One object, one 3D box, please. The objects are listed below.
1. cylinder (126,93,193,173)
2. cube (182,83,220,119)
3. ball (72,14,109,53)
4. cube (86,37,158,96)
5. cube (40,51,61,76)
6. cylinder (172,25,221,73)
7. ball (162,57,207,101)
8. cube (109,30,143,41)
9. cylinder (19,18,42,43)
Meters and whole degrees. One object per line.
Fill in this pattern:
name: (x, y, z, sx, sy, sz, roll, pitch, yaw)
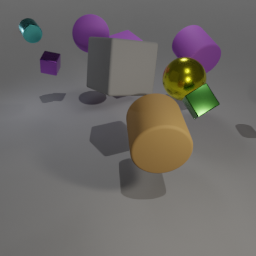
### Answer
cylinder: (0.695, 0.110, 6.685, 1.400, 1.400, 1.400, -2, 37, -3)
cube: (2.050, -0.739, 7.959, 0.700, 0.700, 0.700, -31, -5, 1)
ball: (-1.404, -3.568, 10.633, 1.400, 1.400, 1.400, 0, 32, 0)
cube: (-0.200, -1.695, 7.673, 1.400, 1.400, 1.400, -5, 19, -32)
cube: (-3.330, -2.784, 12.045, 0.700, 0.700, 0.700, 10, 46, -3)
cylinder: (2.613, -2.985, 10.801, 1.400, 1.400, 1.400, -11, 52, -17)
ball: (1.815, -1.581, 9.052, 1.400, 1.400, 1.400, 0, 32, 0)
cube: (-0.211, -3.387, 12.744, 1.400, 1.400, 1.400, -24, 46, -16)
cylinder: (-3.619, -3.618, 10.408, 0.700, 0.700, 0.700, -16, 45, -24)
